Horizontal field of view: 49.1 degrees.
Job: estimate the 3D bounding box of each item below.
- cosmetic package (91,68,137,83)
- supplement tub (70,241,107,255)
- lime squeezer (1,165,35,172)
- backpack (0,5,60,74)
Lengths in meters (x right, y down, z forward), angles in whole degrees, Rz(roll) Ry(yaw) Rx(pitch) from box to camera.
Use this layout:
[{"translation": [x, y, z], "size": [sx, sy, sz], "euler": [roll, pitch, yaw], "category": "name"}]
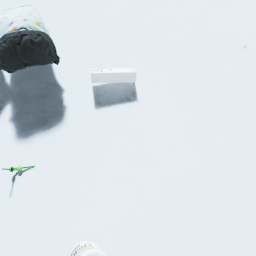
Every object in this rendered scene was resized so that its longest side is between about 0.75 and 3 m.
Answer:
[{"translation": [-0.406, -1.459, 7.744], "size": [1.231, 0.312, 0.508], "euler": [-3, 26, -8], "category": "cosmetic package"}, {"translation": [-0.801, 2.673, 5.616], "size": [0.672, 0.928, 0.672], "euler": [3, 80, -20], "category": "supplement tub"}, {"translation": [-2.752, 0.989, 6.949], "size": [0.827, 0.292, 0.156], "euler": [1, 57, -43], "category": "lime squeezer"}, {"translation": [-2.762, -2.433, 7.523], "size": [1.643, 1.246, 1.969], "euler": [-9, 41, -16], "category": "backpack"}]
